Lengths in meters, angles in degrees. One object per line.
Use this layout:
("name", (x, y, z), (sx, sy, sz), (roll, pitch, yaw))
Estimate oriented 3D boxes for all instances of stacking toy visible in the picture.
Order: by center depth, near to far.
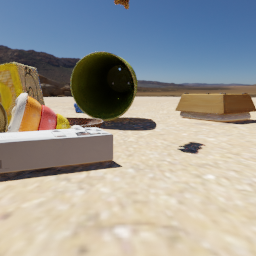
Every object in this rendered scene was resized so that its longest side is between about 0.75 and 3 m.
("stacking toy", (-1.605, 0.037, 5.748), (1.571, 1.148, 1.148), (17, 0, -23))

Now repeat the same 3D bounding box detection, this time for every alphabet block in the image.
("alphabet block", (-3.699, -0.953, 8.541), (1.734, 1.725, 1.766), (-12, 8, 2))

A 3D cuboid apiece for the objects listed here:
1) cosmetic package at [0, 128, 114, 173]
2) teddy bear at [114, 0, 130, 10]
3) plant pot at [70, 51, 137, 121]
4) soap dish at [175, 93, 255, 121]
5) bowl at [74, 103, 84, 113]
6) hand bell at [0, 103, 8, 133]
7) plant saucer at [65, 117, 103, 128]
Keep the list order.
("cosmetic package", (-1.271, 0.308, 4.558), (1.929, 0.489, 0.796), (-4, 8, -25))
("teddy bear", (-0.292, -4.157, 8.761), (0.349, 0.759, 1.047), (-3, -2, 38))
("plant pot", (-0.629, -1.845, 11.467), (2.526, 2.526, 2.699), (2, 16, 14))
("soap dish", (3.570, -0.929, 11.566), (2.039, 1.053, 2.592), (-5, 8, -33))
("bowl", (-1.747, -1.120, 15.184), (2.370, 0.465, 2.370), (0, 8, 0))
("hand bell", (-3.501, -0.010, 6.194), (1.177, 1.177, 2.260), (-5, -4, -34))
("plant saucer", (-1.753, -0.006, 7.315), (2.213, 0.381, 2.213), (-1, 8, 0))
